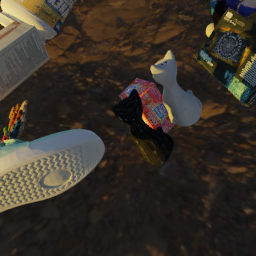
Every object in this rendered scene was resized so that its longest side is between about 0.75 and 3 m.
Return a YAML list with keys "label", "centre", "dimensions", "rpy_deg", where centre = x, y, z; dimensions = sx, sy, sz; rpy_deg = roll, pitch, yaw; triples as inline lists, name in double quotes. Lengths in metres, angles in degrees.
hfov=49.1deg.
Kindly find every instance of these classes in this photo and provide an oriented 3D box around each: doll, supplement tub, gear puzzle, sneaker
- label: "doll"
  centre: [3.064, -3.344, 8.193]
  dimensions: [0.590, 2.433, 1.660]
  rpy_deg: [-25, 86, -22]
- label: "supplement tub"
  centre: [-2.348, -3.387, 7.476]
  dimensions: [1.549, 1.549, 2.142]
  rpy_deg: [33, 92, 22]
- label: "gear puzzle"
  centre: [-2.442, -0.089, 5.891]
  dimensions: [0.266, 1.052, 2.031]
  rpy_deg: [23, 17, -26]
- label: "sneaker"
  centre: [-1.830, 0.291, 4.101]
  dimensions: [2.864, 1.054, 1.689]
  rpy_deg: [-23, 52, 3]

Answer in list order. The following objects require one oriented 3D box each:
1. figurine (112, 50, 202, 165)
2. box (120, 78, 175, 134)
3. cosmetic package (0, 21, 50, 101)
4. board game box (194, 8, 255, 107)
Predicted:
- label: "figurine"
  centre: [0.583, -0.392, 5.291]
  dimensions: [0.719, 1.629, 1.669]
  rpy_deg: [25, 69, 45]
- label: "box"
  centre: [0.501, -0.448, 6.610]
  dimensions: [0.633, 1.338, 0.686]
  rpy_deg: [-47, 38, -11]
- label: "cosmetic package"
  centre: [-2.729, -1.459, 6.178]
  dimensions: [0.786, 0.931, 1.801]
  rpy_deg: [20, 55, 27]
- label: "board game box"
  centre: [2.854, -1.885, 7.230]
  dimensions: [0.335, 1.607, 2.376]
  rpy_deg: [12, 35, -35]
